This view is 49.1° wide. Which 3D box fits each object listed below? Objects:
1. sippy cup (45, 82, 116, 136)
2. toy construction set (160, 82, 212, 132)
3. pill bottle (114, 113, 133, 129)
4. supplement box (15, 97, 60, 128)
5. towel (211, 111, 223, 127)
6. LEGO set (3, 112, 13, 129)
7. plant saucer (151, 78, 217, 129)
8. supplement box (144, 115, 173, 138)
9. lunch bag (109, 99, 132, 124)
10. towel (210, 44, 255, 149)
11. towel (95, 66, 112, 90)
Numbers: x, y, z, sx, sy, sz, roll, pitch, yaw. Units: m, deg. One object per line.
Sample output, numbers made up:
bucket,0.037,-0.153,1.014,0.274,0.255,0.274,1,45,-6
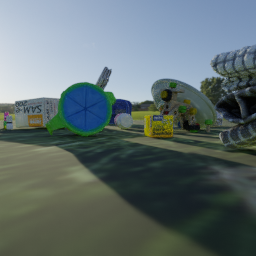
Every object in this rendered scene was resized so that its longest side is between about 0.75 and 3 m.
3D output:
sippy cup,-1.052,-0.335,6.358,1.502,1.180,1.101,9,-12,-18
toy construction set,1.368,-0.592,8.243,1.499,1.381,1.798,0,2,-15
pill bottle,-0.139,-0.248,10.061,0.571,0.571,1.016,0,3,-12
supplement box,-2.644,-0.567,10.974,1.813,1.057,2.876,-1,1,36
towel,3.539,-0.628,13.260,1.890,0.492,2.852,4,16,18
LEGO set,-4.619,-0.373,10.063,0.751,0.808,1.968,-2,3,-28
plant saucer,1.696,-0.603,9.270,2.417,0.607,2.417,31,-19,12
supplement box,0.625,-0.047,5.896,0.451,0.454,0.828,-1,1,-7
lunch bag,-1.019,-1.061,17.843,2.376,1.614,1.572,0,2,13
towel,2.636,-0.275,3.026,2.791,1.194,2.311,1,3,-22
towel,-0.929,-0.814,7.649,0.292,1.693,1.122,28,29,-11
